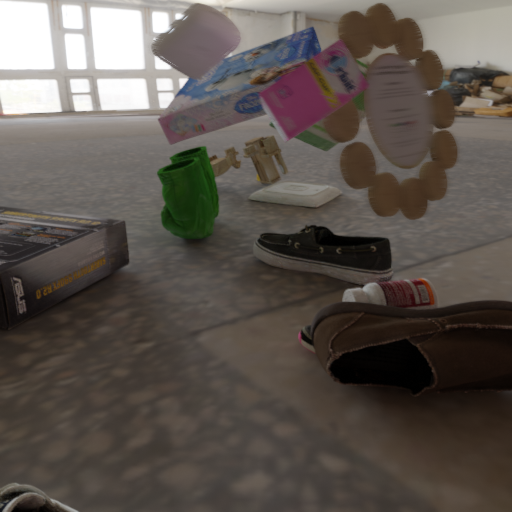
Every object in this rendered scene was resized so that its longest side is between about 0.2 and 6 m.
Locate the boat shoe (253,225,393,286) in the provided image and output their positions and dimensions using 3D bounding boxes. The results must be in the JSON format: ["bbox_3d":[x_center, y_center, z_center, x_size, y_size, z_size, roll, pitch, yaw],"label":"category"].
[{"bbox_3d":[1.267,-0.167,10.971,3.029,0.858,1.040,13,23,33],"label":"boat shoe"}]

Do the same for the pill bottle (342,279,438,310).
[{"bbox_3d":[2.026,0.744,8.525,1.301,0.713,0.713,-4,19,-12],"label":"pill bottle"}]

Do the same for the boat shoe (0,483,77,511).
[{"bbox_3d":[-1.842,2.151,4.254,2.324,0.764,0.836,11,21,29],"label":"boat shoe"}]

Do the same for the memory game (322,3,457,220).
[{"bbox_3d":[2.395,-2.448,9.658,3.764,3.764,0.240,-16,8,-40],"label":"memory game"}]

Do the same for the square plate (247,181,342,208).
[{"bbox_3d":[1.221,-1.938,17.097,2.239,0.322,2.260,9,21,26],"label":"square plate"}]

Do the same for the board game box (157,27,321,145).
[{"bbox_3d":[-0.226,-3.533,11.440,2.940,0.641,2.954,-14,33,19],"label":"board game box"}]

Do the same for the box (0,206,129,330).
[{"bbox_3d":[-4.935,-0.014,10.322,4.021,0.972,3.184,7,20,21],"label":"box"}]

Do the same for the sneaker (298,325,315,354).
[{"bbox_3d":[1.426,1.006,7.699,1.673,0.732,0.617,3,19,10],"label":"sneaker"}]

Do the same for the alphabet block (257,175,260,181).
[{"bbox_3d":[0.163,-2.744,19.631,0.224,0.219,0.220,-10,19,-25],"label":"alphabet block"}]

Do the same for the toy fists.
[{"bbox_3d":[-1.601,-1.455,13.455,1.211,1.796,3.523,-14,18,4],"label":"toy fists"}]

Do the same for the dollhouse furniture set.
[{"bbox_3d":[-0.889,-2.490,18.044,3.130,1.528,2.670,-29,16,-14],"label":"dollhouse furniture set"}]

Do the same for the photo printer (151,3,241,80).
[{"bbox_3d":[-0.754,-2.824,7.365,0.990,0.344,0.823,-27,-28,33],"label":"photo printer"}]

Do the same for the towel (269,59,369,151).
[{"bbox_3d":[1.733,-3.447,12.775,1.855,2.432,0.284,17,52,-30],"label":"towel"}]

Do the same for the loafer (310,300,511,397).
[{"bbox_3d":[2.182,1.273,6.676,3.113,1.137,1.105,-1,28,12],"label":"loafer"}]

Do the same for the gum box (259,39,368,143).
[{"bbox_3d":[0.644,-1.934,6.860,1.039,0.605,1.830,-32,8,7],"label":"gum box"}]
